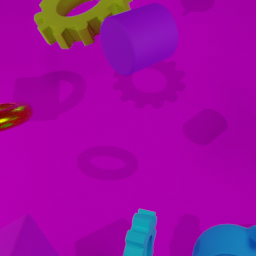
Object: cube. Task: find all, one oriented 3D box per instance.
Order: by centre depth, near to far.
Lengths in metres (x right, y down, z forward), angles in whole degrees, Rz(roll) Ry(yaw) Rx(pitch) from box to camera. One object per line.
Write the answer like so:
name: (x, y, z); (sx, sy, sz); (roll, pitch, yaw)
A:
cube: (-1.645, 2.185, 3.780); (1.203, 1.203, 1.203); (-29, 105, -2)

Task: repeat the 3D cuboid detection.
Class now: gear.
gear: (0.167, 2.030, 4.378); (0.265, 1.431, 1.431); (8, 65, 15)
gear: (-0.896, -2.400, 5.596); (1.938, 0.358, 1.938); (-10, 54, 14)

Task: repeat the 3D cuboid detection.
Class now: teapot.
teapot: (1.465, 1.922, 3.829); (1.154, 0.909, 1.857); (33, 108, 16)

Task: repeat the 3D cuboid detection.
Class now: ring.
ring: (-2.198, -0.131, 4.272); (1.458, 1.458, 0.292); (-10, 104, -5)

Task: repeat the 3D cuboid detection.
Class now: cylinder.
cylinder: (0.156, -1.295, 4.099); (0.834, 0.834, 0.834); (-28, 68, -25)
